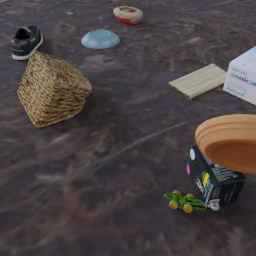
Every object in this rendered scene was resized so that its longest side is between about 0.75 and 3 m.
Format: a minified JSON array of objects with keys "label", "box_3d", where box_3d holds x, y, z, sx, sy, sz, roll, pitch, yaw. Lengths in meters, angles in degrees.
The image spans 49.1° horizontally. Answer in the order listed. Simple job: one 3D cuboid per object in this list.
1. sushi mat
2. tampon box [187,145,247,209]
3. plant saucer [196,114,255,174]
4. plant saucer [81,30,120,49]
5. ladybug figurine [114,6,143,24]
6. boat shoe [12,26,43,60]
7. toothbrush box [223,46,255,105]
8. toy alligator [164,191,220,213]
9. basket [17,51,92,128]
[{"label":"sushi mat","box_3d":[2.801,-1.803,10.510,2.490,0.151,1.191,-26,46,-26]},{"label":"tampon box","box_3d":[2.002,1.085,6.593,0.774,0.919,1.227,-9,42,-10]},{"label":"plant saucer","box_3d":[2.287,0.414,5.266,2.053,2.053,0.384,11,66,13]},{"label":"plant saucer","box_3d":[-1.300,-4.288,13.217,1.822,0.351,1.822,0,42,0]},{"label":"ladybug figurine","box_3d":[-0.015,-6.018,14.971,1.756,0.632,1.192,29,49,29]},{"label":"boat shoe","box_3d":[-4.491,-4.059,12.520,1.001,0.943,2.788,-1,39,0]},{"label":"toothbrush box","box_3d":[5.081,-1.935,9.846,2.798,1.193,2.048,-32,50,-31]},{"label":"toy alligator","box_3d":[1.407,1.731,6.307,1.224,0.294,0.406,11,37,19]},{"label":"basket","box_3d":[-2.421,-1.202,9.376,1.659,1.731,2.324,9,27,-44]}]
